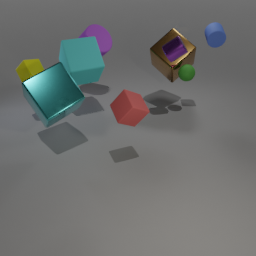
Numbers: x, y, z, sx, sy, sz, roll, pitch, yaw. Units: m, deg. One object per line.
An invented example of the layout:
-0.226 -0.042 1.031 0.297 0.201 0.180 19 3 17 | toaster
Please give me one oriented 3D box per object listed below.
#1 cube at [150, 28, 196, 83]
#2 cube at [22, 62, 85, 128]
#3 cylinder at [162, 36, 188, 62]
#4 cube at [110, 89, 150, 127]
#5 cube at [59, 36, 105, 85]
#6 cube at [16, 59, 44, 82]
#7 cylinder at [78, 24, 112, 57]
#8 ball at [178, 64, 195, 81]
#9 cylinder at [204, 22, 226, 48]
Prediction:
1.958 -3.147 12.290 1.400 1.400 1.400 -42 73 -4 | cube
-2.451 -1.038 9.180 1.400 1.400 1.400 -35 2 -20 | cube
1.719 -2.885 10.260 0.700 0.700 0.700 -29 21 22 | cylinder
0.043 -0.555 7.948 0.700 0.700 0.700 11 44 -45 | cube
-1.928 -2.699 11.486 1.400 1.400 1.400 -14 -11 -21 | cube
-3.671 -2.119 10.615 0.700 0.700 0.700 -30 -4 39 | cube
-1.682 -3.935 13.283 1.400 1.400 1.400 -25 2 -37 | cylinder
2.442 -2.295 11.655 0.700 0.700 0.700 0 29 0 | ball
3.340 -3.564 10.742 0.700 0.700 0.700 1 46 2 | cylinder
